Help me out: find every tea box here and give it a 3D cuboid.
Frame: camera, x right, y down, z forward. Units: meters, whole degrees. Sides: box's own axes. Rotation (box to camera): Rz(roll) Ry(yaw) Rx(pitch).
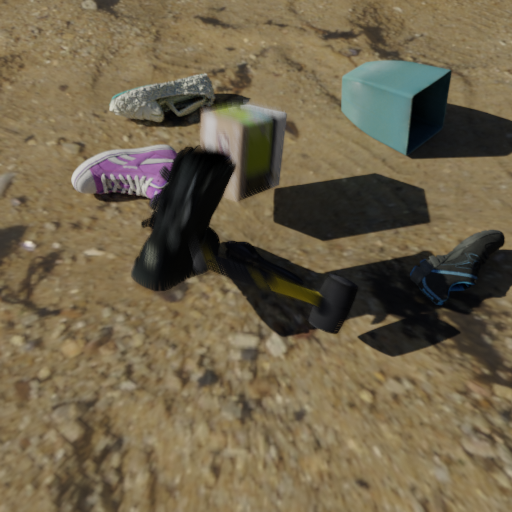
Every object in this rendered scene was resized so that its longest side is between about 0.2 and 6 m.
[{"bbox_3d":[-0.285,-2.173,11.629,1.072,1.604,1.578,22,30,29],"label":"tea box"}]

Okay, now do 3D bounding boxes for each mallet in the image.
[{"bbox_3d":[0.426,0.356,9.241,2.992,0.985,0.616,28,5,-27],"label":"mallet"}]

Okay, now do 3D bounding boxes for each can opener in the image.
[{"bbox_3d":[0.122,0.267,11.171,1.756,0.557,0.690,33,19,9],"label":"can opener"}]

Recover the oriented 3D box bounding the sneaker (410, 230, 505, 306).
[{"bbox_3d":[4.144,0.227,11.160,2.186,0.800,0.895,-27,66,-13],"label":"sneaker"}]

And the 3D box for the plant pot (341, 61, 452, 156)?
[{"bbox_3d":[3.393,-3.960,14.240,1.641,1.642,2.323,-36,50,-27],"label":"plant pot"}]

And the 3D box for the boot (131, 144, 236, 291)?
[{"bbox_3d":[-1.070,-0.809,10.088,1.082,2.396,2.924,29,22,9],"label":"boot"}]

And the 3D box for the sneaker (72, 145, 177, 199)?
[{"bbox_3d":[-2.788,-1.697,12.666,2.534,0.918,1.445,-19,55,-16],"label":"sneaker"}]

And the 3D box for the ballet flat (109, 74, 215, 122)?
[{"bbox_3d":[-2.366,-4.065,14.749,2.868,1.029,1.029,-21,52,-18],"label":"ballet flat"}]
